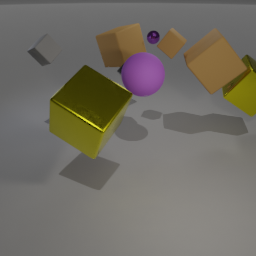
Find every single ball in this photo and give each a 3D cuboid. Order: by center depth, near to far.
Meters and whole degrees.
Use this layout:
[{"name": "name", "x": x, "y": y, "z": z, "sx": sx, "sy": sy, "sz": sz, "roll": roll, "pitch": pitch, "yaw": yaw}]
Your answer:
[{"name": "ball", "x": 0.483, "y": -1.714, "z": 9.028, "sx": 1.400, "sy": 1.400, "sz": 1.400, "roll": 0, "pitch": 28, "yaw": 0}, {"name": "ball", "x": 1.346, "y": -4.819, "z": 14.897, "sx": 0.700, "sy": 0.700, "sz": 0.700, "roll": 0, "pitch": 28, "yaw": 0}]

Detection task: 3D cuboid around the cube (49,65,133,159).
[{"name": "cube", "x": -0.941, "y": -0.370, "z": 6.874, "sx": 1.400, "sy": 1.400, "sz": 1.400, "roll": 32, "pitch": 56, "yaw": 4}]

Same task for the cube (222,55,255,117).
[{"name": "cube", "x": 4.494, "y": -1.570, "z": 10.387, "sx": 1.400, "sy": 1.400, "sz": 1.400, "roll": 32, "pitch": 37, "yaw": -10}]

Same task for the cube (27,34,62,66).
[{"name": "cube", "x": -2.778, "y": -2.596, "z": 9.361, "sx": 0.700, "sy": 0.700, "sz": 0.700, "roll": 4, "pitch": 55, "yaw": 50}]

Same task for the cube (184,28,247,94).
[{"name": "cube", "x": 2.922, "y": -2.295, "z": 9.599, "sx": 1.400, "sy": 1.400, "sz": 1.400, "roll": -37, "pitch": 20, "yaw": 24}]

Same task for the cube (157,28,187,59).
[{"name": "cube", "x": 1.549, "y": -2.982, "z": 9.860, "sx": 0.700, "sy": 0.700, "sz": 0.700, "roll": 40, "pitch": 31, "yaw": -4}]

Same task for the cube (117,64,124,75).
[{"name": "cube", "x": 0.168, "y": -1.990, "z": 10.118, "sx": 0.700, "sy": 0.700, "sz": 0.700, "roll": -47, "pitch": 38, "yaw": 3}]

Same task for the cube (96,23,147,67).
[{"name": "cube", "x": -0.274, "y": -3.500, "z": 11.957, "sx": 1.400, "sy": 1.400, "sz": 1.400, "roll": -34, "pitch": 29, "yaw": -32}]
